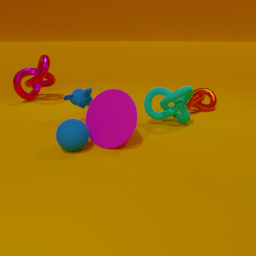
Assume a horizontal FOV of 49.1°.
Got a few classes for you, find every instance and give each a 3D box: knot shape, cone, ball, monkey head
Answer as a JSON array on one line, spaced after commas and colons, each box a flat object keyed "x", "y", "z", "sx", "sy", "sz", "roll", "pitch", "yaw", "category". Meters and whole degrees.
[{"x": -3.833, "y": -1.948, "z": 11.420, "sx": 0.911, "sy": 1.973, "sz": 1.846, "roll": 40, "pitch": 56, "yaw": 4, "category": "knot shape"}, {"x": 2.341, "y": -0.999, "z": 10.071, "sx": 1.565, "sy": 0.723, "sz": 1.464, "roll": 7, "pitch": 20, "yaw": 23, "category": "knot shape"}, {"x": 1.341, "y": -0.756, "z": 8.263, "sx": 1.518, "sy": 1.421, "sz": 0.701, "roll": 23, "pitch": 51, "yaw": -16, "category": "knot shape"}, {"x": -0.105, "y": -0.148, "z": 7.482, "sx": 1.472, "sy": 1.472, "sz": 1.478, "roll": 11, "pitch": -2, "yaw": 28, "category": "cone"}, {"x": -1.312, "y": 0.166, "z": 6.644, "sx": 0.779, "sy": 0.779, "sz": 0.779, "roll": 0, "pitch": 19, "yaw": 0, "category": "ball"}, {"x": -1.388, "y": -0.995, "z": 8.384, "sx": 0.627, "sy": 0.748, "sz": 1.040, "roll": 40, "pitch": 40, "yaw": 19, "category": "monkey head"}]
